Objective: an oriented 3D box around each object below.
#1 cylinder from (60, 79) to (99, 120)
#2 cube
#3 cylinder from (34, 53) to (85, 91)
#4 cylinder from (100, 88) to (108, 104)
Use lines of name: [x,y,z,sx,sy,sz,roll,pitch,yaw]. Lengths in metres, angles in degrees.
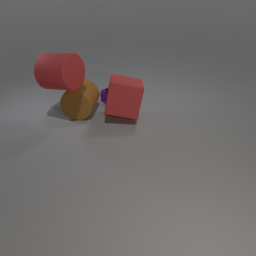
cylinder: [-2.098,-1.281,12.341,1.400,1.400,1.400,4,33,7]
cube: [-0.173,-1.341,11.821,1.400,1.400,1.400,10,23,-5]
cylinder: [-2.598,-2.163,10.742,1.400,1.400,1.400,7,32,26]
cylinder: [-0.873,-1.603,13.534,0.700,0.700,0.700,-26,41,-36]
